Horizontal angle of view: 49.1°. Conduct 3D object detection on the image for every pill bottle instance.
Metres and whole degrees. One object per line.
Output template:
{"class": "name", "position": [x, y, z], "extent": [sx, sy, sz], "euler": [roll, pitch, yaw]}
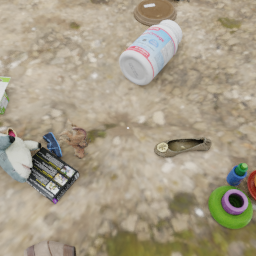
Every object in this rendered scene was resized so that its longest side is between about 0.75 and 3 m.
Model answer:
{"class": "pill bottle", "position": [0.848, -2.623, 9.462], "extent": [1.279, 1.279, 2.352], "euler": [30, 61, 18]}

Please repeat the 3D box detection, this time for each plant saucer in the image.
{"class": "plant saucer", "position": [1.131, -4.843, 11.595], "extent": [1.802, 0.266, 1.802], "euler": [-1, 56, 1]}

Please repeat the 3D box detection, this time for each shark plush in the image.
{"class": "shark plush", "position": [-3.559, 0.635, 7.336], "extent": [2.534, 1.151, 1.055], "euler": [12, 83, 13]}

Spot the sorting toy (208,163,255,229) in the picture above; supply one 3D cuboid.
{"class": "sorting toy", "position": [3.010, 1.499, 6.909], "extent": [2.154, 0.884, 1.294], "euler": [-22, 59, -14]}

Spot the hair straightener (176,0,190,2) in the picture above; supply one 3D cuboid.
{"class": "hair straightener", "position": [1.831, -5.689, 12.173], "extent": [1.735, 0.355, 0.668], "euler": [20, 59, 8]}

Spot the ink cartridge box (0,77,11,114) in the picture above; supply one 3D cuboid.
{"class": "ink cartridge box", "position": [-4.256, -1.066, 8.912], "extent": [0.897, 0.460, 1.214], "euler": [4, 55, 3]}

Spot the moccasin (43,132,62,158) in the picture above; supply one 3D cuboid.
{"class": "moccasin", "position": [-2.147, 0.524, 7.922], "extent": [0.322, 0.380, 0.944], "euler": [-19, 44, -25]}

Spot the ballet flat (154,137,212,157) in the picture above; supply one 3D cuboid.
{"class": "ballet flat", "position": [1.558, 0.486, 7.899], "extent": [1.656, 0.384, 0.558], "euler": [-5, 56, -3]}

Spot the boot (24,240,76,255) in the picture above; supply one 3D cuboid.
{"class": "boot", "position": [-1.713, 3.258, 5.984], "extent": [1.194, 0.574, 1.633], "euler": [-8, 55, 2]}

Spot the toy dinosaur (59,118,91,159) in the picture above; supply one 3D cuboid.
{"class": "toy dinosaur", "position": [-1.330, 0.246, 7.469], "extent": [0.865, 1.276, 0.548], "euler": [25, 56, -7]}

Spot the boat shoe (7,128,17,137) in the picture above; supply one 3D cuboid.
{"class": "boat shoe", "position": [-3.304, 0.379, 8.018], "extent": [0.330, 0.309, 0.894], "euler": [-22, 59, -14]}

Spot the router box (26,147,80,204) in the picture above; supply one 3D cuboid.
{"class": "router box", "position": [-2.107, 1.222, 7.427], "extent": [1.319, 0.337, 0.984], "euler": [31, 61, 19]}
